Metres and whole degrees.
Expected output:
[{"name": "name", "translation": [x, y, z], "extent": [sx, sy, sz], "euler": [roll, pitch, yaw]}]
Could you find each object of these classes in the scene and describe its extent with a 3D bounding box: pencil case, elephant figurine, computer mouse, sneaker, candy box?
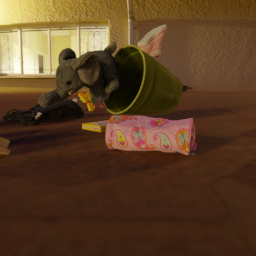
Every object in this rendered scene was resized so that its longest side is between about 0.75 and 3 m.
[{"name": "pencil case", "translation": [0.454, 0.141, 5.539], "extent": [1.763, 0.771, 0.771], "euler": [3, 10, 15]}, {"name": "elephant figurine", "translation": [-1.412, -1.640, 8.279], "extent": [1.655, 1.815, 2.339], "euler": [-29, -19, 35]}, {"name": "computer mouse", "translation": [-2.902, -0.695, 10.494], "extent": [2.068, 0.787, 2.987], "euler": [6, 11, 39]}, {"name": "sneaker", "translation": [0.954, -2.951, 9.768], "extent": [0.561, 0.779, 1.490], "euler": [3, 43, 48]}, {"name": "candy box", "translation": [-0.532, -0.097, 8.584], "extent": [0.816, 0.211, 1.596], "euler": [5, 10, 41]}]

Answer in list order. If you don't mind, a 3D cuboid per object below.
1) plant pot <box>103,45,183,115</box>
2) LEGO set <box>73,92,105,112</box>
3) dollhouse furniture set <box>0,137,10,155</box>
[{"name": "plant pot", "translation": [0.622, -1.379, 9.531], "extent": [2.168, 2.252, 2.252], "euler": [11, 1, -38]}, {"name": "LEGO set", "translation": [-1.805, -1.236, 14.100], "extent": [2.429, 0.997, 0.926], "euler": [-11, -18, -30]}, {"name": "dollhouse furniture set", "translation": [-4.079, 0.405, 4.963], "extent": [2.401, 1.375, 2.815], "euler": [0, -20, 43]}]
